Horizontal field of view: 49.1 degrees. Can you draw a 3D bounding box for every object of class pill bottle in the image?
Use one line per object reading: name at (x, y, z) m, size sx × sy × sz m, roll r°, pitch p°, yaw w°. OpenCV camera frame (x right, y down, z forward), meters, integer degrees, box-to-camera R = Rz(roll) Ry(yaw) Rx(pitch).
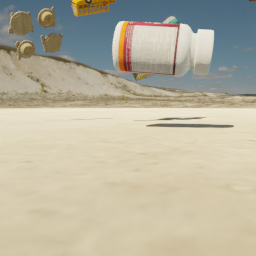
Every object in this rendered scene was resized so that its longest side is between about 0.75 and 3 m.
pill bottle at (0.970, -2.182, 7.828) m, size 2.594 × 1.421 × 1.421 m, roll 6°, pitch 6°, yaw 10°

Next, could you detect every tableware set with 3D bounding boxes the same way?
tableware set at (-3.574, -3.712, 11.021) m, size 2.254 × 1.883 × 0.262 m, roll -27°, pitch 49°, yaw -34°

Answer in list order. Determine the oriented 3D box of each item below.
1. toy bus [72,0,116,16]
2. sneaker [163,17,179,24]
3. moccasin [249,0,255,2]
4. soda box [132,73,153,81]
toy bus at (-1.106, -4.150, 9.342) m, size 1.441 × 0.564 × 0.469 m, roll -19°, pitch 34°, yaw -20°
sneaker at (1.565, -3.656, 11.516) m, size 2.576 × 1.029 × 0.919 m, roll -49°, pitch -3°, yaw -34°
moccasin at (4.042, -4.060, 8.141) m, size 0.421 × 0.399 × 1.090 m, roll -9°, pitch -15°, yaw -36°
soda box at (0.812, -2.620, 12.046) m, size 0.731 × 0.773 × 2.283 m, roll -25°, pitch 5°, yaw 23°
